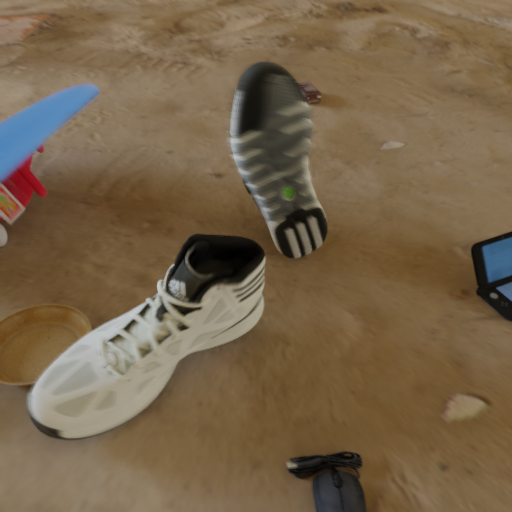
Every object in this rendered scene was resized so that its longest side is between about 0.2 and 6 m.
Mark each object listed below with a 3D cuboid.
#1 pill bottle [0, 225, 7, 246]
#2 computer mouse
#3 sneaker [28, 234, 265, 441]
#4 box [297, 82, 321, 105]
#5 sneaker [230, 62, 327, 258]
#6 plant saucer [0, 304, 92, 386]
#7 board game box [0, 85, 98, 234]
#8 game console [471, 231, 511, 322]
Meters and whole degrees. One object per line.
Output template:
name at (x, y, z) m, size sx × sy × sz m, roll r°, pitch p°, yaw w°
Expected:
pill bottle at (-4.563, -0.242, 9.040) m, size 0.539 × 0.539 × 0.971 m, roll 20°, pitch 24°, yaw 24°
computer mouse at (0.834, 2.585, 5.894) m, size 0.870 × 0.331 × 1.256 m, roll -4°, pitch 39°, yaw -6°
sneaker at (-1.267, 0.716, 6.648) m, size 3.336 × 1.919 × 1.259 m, roll -32°, pitch 64°, yaw -25°
box at (1.340, -4.206, 14.475) m, size 0.404 × 0.303 × 0.807 m, roll -10°, pitch 38°, yaw -13°
sneaker at (0.104, -1.626, 8.986) m, size 1.227 × 3.270 × 1.888 m, roll -22°, pitch 37°, yaw -9°
plant saucer at (-2.972, 1.247, 7.630) m, size 1.484 × 0.263 × 1.484 m, roll 0°, pitch 38°, yaw 0°
board game box at (-4.658, -1.362, 10.078) m, size 3.752 × 0.925 × 4.749 m, roll -4°, pitch 41°, yaw 37°
game console at (4.027, 0.254, 8.506) m, size 1.260 × 0.734 × 1.109 m, roll -16°, pitch 41°, yaw -19°
